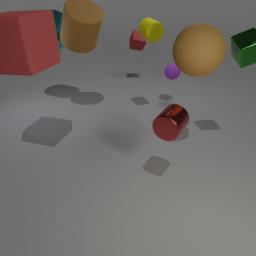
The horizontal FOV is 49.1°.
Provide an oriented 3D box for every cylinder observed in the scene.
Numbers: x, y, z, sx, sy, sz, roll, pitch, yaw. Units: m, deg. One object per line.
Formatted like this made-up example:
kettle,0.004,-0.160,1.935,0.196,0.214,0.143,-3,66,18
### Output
cylinder,1.058,-0.138,6.891,0.700,0.700,0.700,17,38,27
cylinder,-3.157,-3.845,11.494,1.400,1.400,1.400,-26,1,-38
cylinder,0.823,-3.497,10.008,0.700,0.700,0.700,-12,37,-20
cylinder,-1.708,-3.717,10.218,1.400,1.400,1.400,9,56,-14

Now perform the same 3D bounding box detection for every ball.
ball,1.938,-2.460,12.222,0.700,0.700,0.700,0,29,0
ball,1.908,-2.089,7.552,1.400,1.400,1.400,0,29,0

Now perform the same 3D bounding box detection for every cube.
cube,0.498,-4.492,14.407,0.700,0.700,0.700,6,59,-15
cube,3.416,-2.283,7.997,0.700,0.700,0.700,-20,50,8
cube,-2.816,-2.267,7.356,1.400,1.400,1.400,6,29,18
